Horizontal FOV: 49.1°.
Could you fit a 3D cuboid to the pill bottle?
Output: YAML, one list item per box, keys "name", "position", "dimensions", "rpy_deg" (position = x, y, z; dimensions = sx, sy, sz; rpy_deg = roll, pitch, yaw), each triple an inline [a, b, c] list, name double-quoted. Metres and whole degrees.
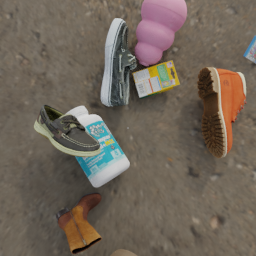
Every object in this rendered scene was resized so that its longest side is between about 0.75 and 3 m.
- name: "pill bottle"
  position: [-1.021, 0.485, 8.162]
  dimensions: [1.246, 1.246, 2.250]
  rpy_deg: [-33, 80, -6]

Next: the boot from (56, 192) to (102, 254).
- name: "boot"
  position: [-1.102, 2.470, 7.538]
  dimensions: [1.446, 1.536, 0.526]
  rpy_deg: [-20, 116, -24]

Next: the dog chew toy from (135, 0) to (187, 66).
- name: "dog chew toy"
  position: [0.903, -3.049, 8.751]
  dimensions: [1.414, 1.414, 2.270]
  rpy_deg: [22, 102, 4]

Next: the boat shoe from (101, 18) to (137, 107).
- name: "boat shoe"
  position: [-0.168, -1.965, 8.641]
  dimensions: [0.949, 0.964, 2.675]
  rpy_deg: [8, 97, 16]

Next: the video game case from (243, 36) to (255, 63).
- name: "video game case"
  position: [4.067, -2.447, 8.864]
  dimensions: [0.083, 0.934, 0.668]
  rpy_deg: [44, 116, 42]

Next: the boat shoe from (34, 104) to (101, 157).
- name: "boat shoe"
  position: [-1.632, 0.012, 7.246]
  dimensions: [2.414, 0.862, 0.793]
  rpy_deg: [24, 114, 38]

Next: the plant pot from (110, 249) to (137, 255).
- name: "plant pot"
  position: [-0.268, 4.122, 7.190]
  dimensions: [1.827, 1.827, 1.593]
  rpy_deg: [35, 40, 6]

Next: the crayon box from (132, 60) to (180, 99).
- name: "crayon box"
  position: [0.887, -1.519, 8.877]
  dimensions: [1.318, 0.340, 0.829]
  rpy_deg: [-17, 85, 8]

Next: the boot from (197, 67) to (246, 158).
- name: "boot"
  position: [2.988, -0.470, 8.391]
  dimensions: [1.444, 1.010, 2.693]
  rpy_deg: [-1, 87, -20]
